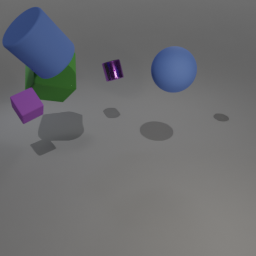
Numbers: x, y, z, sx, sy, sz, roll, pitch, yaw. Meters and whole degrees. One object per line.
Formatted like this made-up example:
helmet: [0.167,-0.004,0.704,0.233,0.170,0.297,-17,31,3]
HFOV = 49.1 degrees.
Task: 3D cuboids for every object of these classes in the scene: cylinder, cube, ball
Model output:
cylinder: [-2.466,-2.342,7.833,1.400,1.400,1.400,-17,53,25]
cube: [-2.705,-1.832,9.721,1.400,1.400,1.400,4,-16,-31]
cylinder: [-0.574,-2.192,10.678,0.700,0.700,0.700,-14,12,3]
cube: [-3.045,-0.668,8.479,0.700,0.700,0.700,-32,82,-25]
ball: [1.412,-1.797,8.656,1.400,1.400,1.400,0,31,0]
